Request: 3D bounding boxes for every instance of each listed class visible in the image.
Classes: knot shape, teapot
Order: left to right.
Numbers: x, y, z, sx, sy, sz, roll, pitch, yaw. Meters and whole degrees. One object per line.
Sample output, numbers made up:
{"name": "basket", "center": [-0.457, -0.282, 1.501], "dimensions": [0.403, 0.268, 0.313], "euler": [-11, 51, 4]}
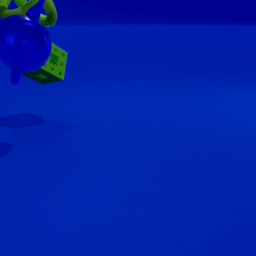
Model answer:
{"name": "teapot", "center": [-2.170, -1.872, 5.996], "dimensions": [1.226, 1.971, 0.965], "euler": [17, 1, -35]}
{"name": "knot shape", "center": [-2.732, -3.756, 7.627], "dimensions": [1.855, 1.736, 0.857], "euler": [14, 24, 6]}

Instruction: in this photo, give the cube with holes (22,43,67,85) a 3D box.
{"name": "cube with holes", "center": [-2.544, -1.963, 8.443], "dimensions": [0.925, 0.925, 0.925], "euler": [-5, -17, 33]}
